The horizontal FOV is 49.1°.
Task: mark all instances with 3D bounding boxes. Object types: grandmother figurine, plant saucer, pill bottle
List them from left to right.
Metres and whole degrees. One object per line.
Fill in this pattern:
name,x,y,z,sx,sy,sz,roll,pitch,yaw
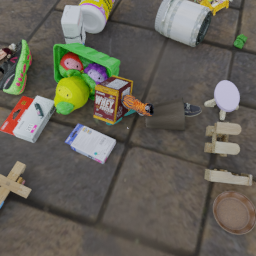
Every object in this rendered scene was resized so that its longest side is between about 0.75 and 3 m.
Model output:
grandmother figurine,-5.804,-3.547,13.219,0.757,0.378,1.248,40,69,11
pill bottle,-1.555,-6.300,14.201,1.516,1.516,2.908,11,60,6
plant saucer,3.540,2.843,9.389,1.429,0.261,1.429,0,59,-1

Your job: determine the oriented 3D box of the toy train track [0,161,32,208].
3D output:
toy train track,-4.361,2.486,9.545,1.626,0.461,2.835,24,67,6

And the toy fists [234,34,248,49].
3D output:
toy fists,5.485,-4.251,13.670,0.457,0.309,0.897,27,64,16

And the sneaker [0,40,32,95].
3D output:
sneaker,-5.029,-2.812,12.328,1.227,1.124,2.928,3,57,-3

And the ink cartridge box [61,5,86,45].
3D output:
ink cartridge box,-2.485,-4.545,12.997,0.731,1.745,1.266,2,59,1

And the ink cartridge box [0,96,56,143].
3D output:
ink cartridge box,-4.065,-0.500,11.334,1.655,0.415,1.907,18,60,9

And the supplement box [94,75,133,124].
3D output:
supplement box,-0.532,-1.045,10.162,0.851,1.264,1.282,19,33,19

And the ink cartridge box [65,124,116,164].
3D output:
ink cartridge box,-1.430,0.578,10.714,1.692,0.355,1.010,25,62,11

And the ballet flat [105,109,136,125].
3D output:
ballet flat,-0.314,-0.623,11.345,1.567,0.572,0.572,-29,63,-15

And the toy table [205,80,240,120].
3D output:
toy table,3.907,-1.100,11.422,1.375,0.876,1.496,16,59,10

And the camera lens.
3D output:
camera lens,2.637,-5.022,13.234,2.259,1.807,1.807,26,62,15

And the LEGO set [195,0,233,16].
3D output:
LEGO set,4.179,-6.749,14.585,2.984,1.373,1.111,-17,52,-25

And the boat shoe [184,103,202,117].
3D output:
boat shoe,2.358,-0.794,11.485,1.396,0.438,0.507,0,59,1

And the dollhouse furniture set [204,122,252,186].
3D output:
dollhouse furniture set,3.520,0.861,9.759,1.367,1.803,2.057,6,85,5

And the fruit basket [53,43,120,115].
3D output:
fruit basket,-2.004,-1.948,11.410,2.990,2.157,2.990,6,43,-6

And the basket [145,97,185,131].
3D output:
basket,1.434,-0.464,10.943,1.487,1.341,1.011,-5,17,7

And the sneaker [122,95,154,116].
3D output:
sneaker,0.438,-0.817,9.908,0.747,1.333,0.517,9,79,50
